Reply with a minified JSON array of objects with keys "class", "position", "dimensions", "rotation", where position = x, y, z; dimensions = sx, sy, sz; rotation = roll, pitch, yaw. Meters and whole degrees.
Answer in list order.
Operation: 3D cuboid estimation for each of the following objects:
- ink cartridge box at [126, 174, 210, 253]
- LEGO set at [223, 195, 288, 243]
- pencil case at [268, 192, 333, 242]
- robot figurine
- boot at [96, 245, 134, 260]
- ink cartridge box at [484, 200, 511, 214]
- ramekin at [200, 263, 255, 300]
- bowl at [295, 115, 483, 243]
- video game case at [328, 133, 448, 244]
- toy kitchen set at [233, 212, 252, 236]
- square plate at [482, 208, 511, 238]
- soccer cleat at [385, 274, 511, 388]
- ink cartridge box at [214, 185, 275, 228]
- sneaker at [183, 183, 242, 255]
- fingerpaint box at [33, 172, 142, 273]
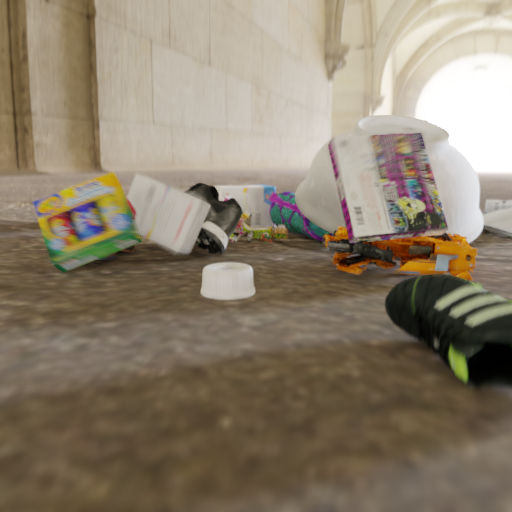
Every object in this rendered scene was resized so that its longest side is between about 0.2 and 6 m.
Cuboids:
[{"class":"ink cartridge box","position":[-1.597,-0.720,9.680],"dimensions":[1.303,0.961,0.558],"rotation":[24,4,14]},{"class":"LEGO set","position":[-0.156,-0.547,11.564],"dimensions":[1.582,0.727,0.589],"rotation":[31,34,2]},{"class":"pencil case","position":[1.045,-0.917,12.357],"dimensions":[1.010,0.930,2.185],"rotation":[35,-3,-22]},{"class":"robot figurine","position":[2.208,-0.075,8.918],"dimensions":[2.310,0.672,1.675],"rotation":[3,12,13]},{"class":"boot","position":[-2.653,-0.514,10.195],"dimensions":[0.749,0.971,2.004],"rotation":[2,8,2]},{"class":"ink cartridge box","position":[6.236,-1.101,14.189],"dimensions":[0.836,0.612,0.359],"rotation":[4,12,19]},{"class":"ramekin","position":[-0.388,0.330,7.664],"dimensions":[0.752,0.366,0.752],"rotation":[0,11,0]},{"class":"bowl","position":[2.765,-1.718,11.187],"dimensions":[3.832,1.722,3.832],"rotation":[4,31,-2]},{"class":"video game case","position":[1.960,-1.047,8.405],"dimensions":[1.498,1.653,0.296],"rotation":[-6,-18,-12]},{"class":"toy kitchen set","position":[-1.015,-0.872,12.280],"dimensions":[1.243,0.914,1.551],"rotation":[7,14,30]},{"class":"square plate","position":[6.073,-0.766,12.715],"dimensions":[1.876,0.267,1.858],"rotation":[-14,16,-15]},{"class":"soccer cleat","position":[1.896,0.695,5.051],"dimensions":[0.911,0.759,2.248],"rotation":[-26,21,-27]},{"class":"ink cartridge box","position":[-0.418,-1.215,13.731],"dimensions":[1.564,1.005,0.979],"rotation":[-3,11,-19]},{"class":"sneaker","position":[-1.326,-0.902,10.896],"dimensions":[2.699,0.897,1.221],"rotation":[20,62,37]},{"class":"fingerpaint box","position":[-2.671,-0.539,8.881],"dimensions":[1.359,1.134,0.499],"rotation":[-21,-17,-6]}]
